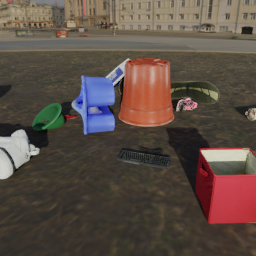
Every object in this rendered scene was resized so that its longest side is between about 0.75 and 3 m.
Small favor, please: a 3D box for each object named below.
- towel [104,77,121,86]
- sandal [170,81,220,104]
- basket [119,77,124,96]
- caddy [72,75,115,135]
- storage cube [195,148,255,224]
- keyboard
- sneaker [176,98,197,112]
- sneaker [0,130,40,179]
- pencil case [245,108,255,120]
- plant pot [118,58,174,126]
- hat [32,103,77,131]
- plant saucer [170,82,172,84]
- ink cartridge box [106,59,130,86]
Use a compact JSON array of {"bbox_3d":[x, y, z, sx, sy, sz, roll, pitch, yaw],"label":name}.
[{"bbox_3d":[-0.190,-3.157,17.935,1.755,0.589,2.376,12,25,42],"label":"towel"},{"bbox_3d":[3.369,-1.915,14.374,2.760,1.096,0.788,15,14,33],"label":"sandal"},{"bbox_3d":[0.651,-2.502,15.195,1.931,1.456,2.142,-23,12,19],"label":"basket"},{"bbox_3d":[-1.375,-0.920,10.636,1.493,2.011,2.844,-3,19,-10],"label":"caddy"},{"bbox_3d":[2.327,1.289,6.444,1.421,1.277,1.214,-2,23,-2],"label":"storage cube"},{"bbox_3d":[0.578,0.883,8.835,1.636,0.169,1.040,8,24,17],"label":"keyboard"},{"bbox_3d":[2.746,-1.013,12.964,0.641,0.531,1.345,30,37,31],"label":"sneaker"},{"bbox_3d":[-3.982,0.611,8.513,2.565,0.964,1.474,18,28,25],"label":"sneaker"},{"bbox_3d":[5.765,-0.657,11.989,1.343,0.523,0.601,-7,31,-17],"label":"pencil case"},{"bbox_3d":[0.807,-1.633,11.895,2.458,2.390,2.458,0,23,0],"label":"plant pot"},{"bbox_3d":[-2.770,-0.122,11.242,1.572,1.384,1.302,-43,41,-8],"label":"hat"},{"bbox_3d":[2.755,-2.360,16.258,1.851,0.339,1.851,0,22,0],"label":"plant saucer"},{"bbox_3d":[-0.856,-2.276,13.741,2.666,0.542,2.671,-39,8,24],"label":"ink cartridge box"}]
